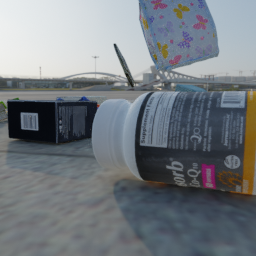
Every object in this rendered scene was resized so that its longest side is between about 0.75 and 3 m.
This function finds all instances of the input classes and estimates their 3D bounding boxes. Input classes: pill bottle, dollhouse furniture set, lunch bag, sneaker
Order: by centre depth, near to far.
[{"bbox_3d":[0.600,0.116,3.208,1.853,1.078,1.078,2,7,23],"label":"pill bottle"},{"bbox_3d":[1.090,-2.140,6.275,1.424,1.679,1.067,-18,-15,0],"label":"lunch bag"},{"bbox_3d":[-1.194,-0.526,8.868,2.450,0.961,0.923,-3,9,-23],"label":"sneaker"},{"bbox_3d":[-4.838,-0.348,10.078,2.171,0.838,1.085,-23,22,-19],"label":"dollhouse furniture set"}]

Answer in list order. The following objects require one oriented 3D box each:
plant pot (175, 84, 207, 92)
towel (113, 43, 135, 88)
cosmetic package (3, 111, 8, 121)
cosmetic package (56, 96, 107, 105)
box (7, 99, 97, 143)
[{"bbox_3d":[3.135,-1.243,13.310,1.452,1.421,1.425,21,19,40],"label":"plant pot"},{"bbox_3d":[-0.077,-1.715,7.754,0.179,1.034,0.996,-22,-18,6],"label":"towel"},{"bbox_3d":[-4.686,-0.515,11.293,0.500,0.351,0.986,-2,6,-13],"label":"cosmetic package"},{"bbox_3d":[-2.013,-0.987,12.707,1.346,0.950,2.600,2,8,17],"label":"cosmetic package"},{"bbox_3d":[-1.708,-0.214,6.491,1.470,0.911,1.445,4,8,28],"label":"box"}]
